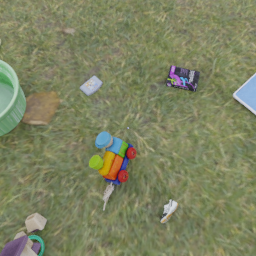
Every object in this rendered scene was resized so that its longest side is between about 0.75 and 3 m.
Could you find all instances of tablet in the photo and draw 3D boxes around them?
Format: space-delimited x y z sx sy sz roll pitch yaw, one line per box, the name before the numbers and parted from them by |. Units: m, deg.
tablet | 5.792 -0.913 11.031 1.864 0.196 2.865 -40 73 -16

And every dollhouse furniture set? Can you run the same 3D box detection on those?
dollhouse furniture set | -3.559 4.289 8.711 2.516 1.994 1.786 -27 109 12

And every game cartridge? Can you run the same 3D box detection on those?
game cartridge | -1.472 -1.712 11.417 0.560 0.175 0.841 40 72 20

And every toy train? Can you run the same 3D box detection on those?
toy train | -0.748 1.389 9.210 1.005 1.374 2.375 3 64 43

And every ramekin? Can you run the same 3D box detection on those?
ramekin | -5.298 -1.014 10.389 2.931 1.432 2.931 0 66 0

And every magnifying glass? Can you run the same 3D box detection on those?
magnifying glass | -3.030 4.299 8.690 0.726 0.204 1.823 0 67 0

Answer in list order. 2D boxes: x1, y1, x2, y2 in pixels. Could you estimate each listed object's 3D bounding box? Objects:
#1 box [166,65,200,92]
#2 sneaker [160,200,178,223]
box | 2.269 -2.040 11.520 1.270 0.229 0.908 14 67 5
sneaker | 1.306 2.778 9.354 0.369 0.319 0.842 32 66 31
